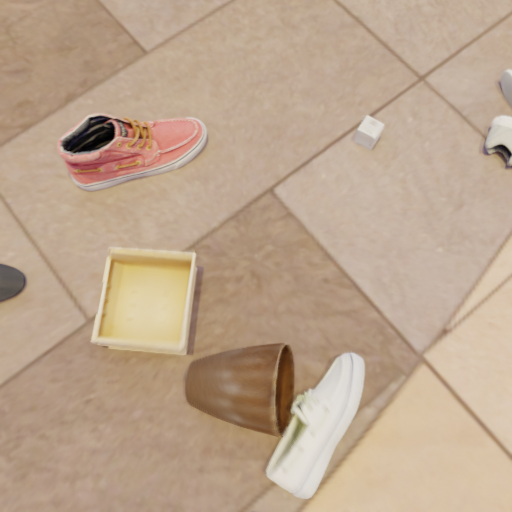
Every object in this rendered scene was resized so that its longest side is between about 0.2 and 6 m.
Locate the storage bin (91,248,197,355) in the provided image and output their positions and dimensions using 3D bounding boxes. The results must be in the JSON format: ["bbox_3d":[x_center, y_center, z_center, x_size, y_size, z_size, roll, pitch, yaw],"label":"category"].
[{"bbox_3d":[-2.038,0.835,10.308,1.734,0.819,1.747,4,71,2],"label":"storage bin"}]

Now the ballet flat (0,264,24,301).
[{"bbox_3d":[-5.639,0.441,10.451,2.404,0.878,0.878,1,71,0],"label":"ballet flat"}]

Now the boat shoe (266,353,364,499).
[{"bbox_3d":[1.013,2.738,9.483,0.860,0.947,2.575,29,72,-12],"label":"boat shoe"}]

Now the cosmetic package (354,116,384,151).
[{"bbox_3d":[2.344,-2.552,11.667,0.418,0.499,0.415,30,73,10],"label":"cosmetic package"}]

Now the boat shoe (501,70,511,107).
[{"bbox_3d":[5.783,-3.334,11.958,0.485,0.538,1.523,-24,80,-8],"label":"boat shoe"}]

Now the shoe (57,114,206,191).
[{"bbox_3d":[-2.397,-2.258,11.120,2.920,1.328,1.043,-21,72,-7],"label":"shoe"}]

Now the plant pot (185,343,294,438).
[{"bbox_3d":[-0.306,2.228,9.599,1.658,1.550,1.550,0,70,16],"label":"plant pot"}]

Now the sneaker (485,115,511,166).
[{"bbox_3d":[5.606,-2.107,11.485,1.886,0.714,0.867,27,80,17],"label":"sneaker"}]
